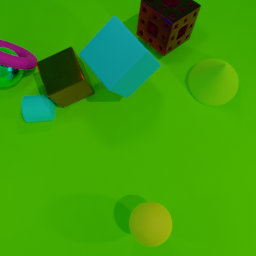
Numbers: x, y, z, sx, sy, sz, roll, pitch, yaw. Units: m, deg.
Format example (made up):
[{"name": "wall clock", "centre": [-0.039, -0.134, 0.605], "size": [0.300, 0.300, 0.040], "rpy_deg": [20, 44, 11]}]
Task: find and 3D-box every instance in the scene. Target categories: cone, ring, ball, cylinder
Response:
[{"name": "cone", "centre": [2.672, -1.580, 8.236], "size": [1.578, 1.584, 1.578], "rpy_deg": [-1, 82, 5]}, {"name": "ring", "centre": [-3.683, -2.285, 8.568], "size": [1.820, 1.820, 0.364], "rpy_deg": [29, 110, 10]}, {"name": "ball", "centre": [0.554, 2.355, 6.902], "size": [1.054, 1.054, 1.054], "rpy_deg": [0, 71, 0]}, {"name": "ball", "centre": [-3.895, -1.884, 8.699], "size": [1.220, 1.220, 1.220], "rpy_deg": [0, 71, 0]}, {"name": "cylinder", "centre": [-2.690, -0.599, 8.475], "size": [0.798, 0.798, 0.798], "rpy_deg": [-5, 71, -2]}]

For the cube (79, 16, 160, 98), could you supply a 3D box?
[{"name": "cube", "centre": [-0.187, -1.885, 7.763], "size": [1.394, 1.394, 1.394], "rpy_deg": [-43, 74, 13]}]

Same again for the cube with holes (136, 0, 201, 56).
[{"name": "cube with holes", "centre": [1.249, -3.447, 9.000], "size": [1.320, 1.320, 1.320], "rpy_deg": [-38, 70, -24]}]

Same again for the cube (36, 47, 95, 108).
[{"name": "cube", "centre": [-1.853, -1.491, 8.474], "size": [1.171, 1.171, 1.171], "rpy_deg": [-24, 74, 3]}]
